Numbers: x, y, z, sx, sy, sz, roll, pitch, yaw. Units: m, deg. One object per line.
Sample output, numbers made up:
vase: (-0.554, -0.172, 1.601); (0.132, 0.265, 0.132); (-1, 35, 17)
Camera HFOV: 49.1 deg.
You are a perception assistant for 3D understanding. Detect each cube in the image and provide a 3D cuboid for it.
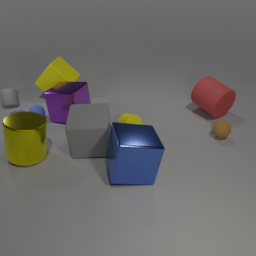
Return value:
cube: (-1.343, 0.086, 9.989); (1.400, 1.400, 1.400); (-3, 40, 0)
cube: (-3.512, -2.466, 14.100); (1.400, 1.400, 1.400); (41, 27, -15)
cube: (0.154, 0.789, 8.802); (1.400, 1.400, 1.400); (5, 28, -15)
cube: (-2.572, -1.138, 12.226); (1.400, 1.400, 1.400); (4, 30, 19)

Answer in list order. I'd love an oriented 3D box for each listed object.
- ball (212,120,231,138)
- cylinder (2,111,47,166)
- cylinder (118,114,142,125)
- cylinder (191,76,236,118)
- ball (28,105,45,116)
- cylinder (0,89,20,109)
ball: (3.661, 0.045, 10.933); (0.700, 0.700, 0.700); (0, 30, 0)
cylinder: (-3.517, 0.343, 9.657); (1.400, 1.400, 1.400); (6, 28, -3)
cylinder: (0.079, -0.191, 11.135); (0.700, 0.700, 0.700); (-18, 16, -28)
cylinder: (3.790, -1.394, 12.496); (1.400, 1.400, 1.400); (-19, 45, -29)
ball: (-3.986, -0.665, 12.240); (0.700, 0.700, 0.700); (0, 30, 0)
cylinder: (-4.966, -1.227, 11.799); (0.700, 0.700, 0.700); (-11, -6, -1)
